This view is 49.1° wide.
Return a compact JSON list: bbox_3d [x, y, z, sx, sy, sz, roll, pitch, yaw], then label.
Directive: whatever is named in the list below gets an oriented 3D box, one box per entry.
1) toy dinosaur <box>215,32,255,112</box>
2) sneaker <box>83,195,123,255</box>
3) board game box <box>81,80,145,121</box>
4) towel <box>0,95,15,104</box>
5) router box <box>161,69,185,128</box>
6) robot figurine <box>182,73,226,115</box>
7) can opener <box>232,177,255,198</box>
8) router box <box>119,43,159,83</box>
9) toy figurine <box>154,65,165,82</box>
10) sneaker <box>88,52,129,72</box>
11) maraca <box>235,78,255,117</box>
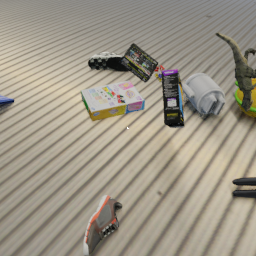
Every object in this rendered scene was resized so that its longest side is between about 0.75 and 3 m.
[{"bbox_3d":[3.568,-1.809,8.386,1.147,2.602,0.617,-27,11,-15],"label":"toy dinosaur"},{"bbox_3d":[-0.626,2.607,7.569,0.738,0.695,1.803,17,43,10],"label":"sneaker"},{"bbox_3d":[-0.691,-1.246,12.249,2.371,0.478,1.814,-14,42,-16],"label":"board game box"},{"bbox_3d":[-6.068,-1.447,12.042,1.924,0.229,1.393,21,14,9],"label":"towel"},{"bbox_3d":[1.310,-0.744,7.976,0.480,1.403,1.881,-4,-4,13],"label":"router box"},{"bbox_3d":[3.197,-1.486,11.902,1.924,1.281,2.269,9,35,-24],"label":"robot figurine"},{"bbox_3d":[4.465,1.814,8.566,2.579,1.014,0.818,-7,80,-4],"label":"can opener"},{"bbox_3d":[0.317,-1.816,7.803,0.964,0.299,0.722,36,52,-9],"label":"router box"},{"bbox_3d":[2.014,-2.649,13.735,0.909,0.801,1.518,-8,42,-18],"label":"toy figurine"},{"bbox_3d":[-0.828,-3.613,14.741,2.396,0.888,1.060,7,43,8],"label":"sneaker"},{"bbox_3d":[5.429,-1.414,11.676,1.912,1.492,2.788,5,37,8],"label":"maraca"}]
